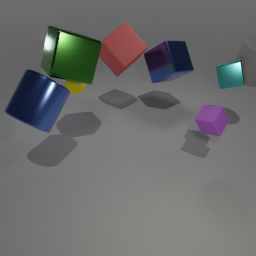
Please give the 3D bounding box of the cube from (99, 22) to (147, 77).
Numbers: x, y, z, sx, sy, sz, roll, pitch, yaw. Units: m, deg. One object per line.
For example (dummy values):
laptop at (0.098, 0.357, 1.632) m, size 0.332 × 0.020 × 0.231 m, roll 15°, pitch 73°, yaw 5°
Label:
cube at (-0.292, -3.303, 11.952) m, size 1.400 × 1.400 × 1.400 m, roll -44°, pitch 6°, yaw -16°

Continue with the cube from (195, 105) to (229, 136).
cube at (2.717, -0.254, 9.068) m, size 0.700 × 0.700 × 0.700 m, roll 11°, pitch 56°, yaw 47°

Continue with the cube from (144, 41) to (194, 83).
cube at (1.797, -2.909, 12.377) m, size 1.400 × 1.400 × 1.400 m, roll -15°, pitch -2°, yaw -42°

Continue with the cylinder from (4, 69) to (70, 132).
cylinder at (-2.630, -0.783, 8.211) m, size 1.400 × 1.400 × 1.400 m, roll 26°, pitch -4°, yaw 2°

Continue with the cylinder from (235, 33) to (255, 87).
cylinder at (4.685, -2.463, 10.200) m, size 1.400 × 1.400 × 1.400 m, roll 3°, pitch 48°, yaw -4°

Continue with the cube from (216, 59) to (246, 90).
cube at (3.074, -1.603, 8.354) m, size 0.700 × 0.700 × 0.700 m, roll -7°, pitch 15°, yaw 27°

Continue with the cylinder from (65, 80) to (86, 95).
cylinder at (-1.938, -1.714, 10.514) m, size 0.700 × 0.700 × 0.700 m, roll 2°, pitch 33°, yaw 3°

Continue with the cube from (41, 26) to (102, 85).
cube at (-1.863, -2.351, 9.029) m, size 1.400 × 1.400 × 1.400 m, roll 6°, pitch 20°, yaw -31°
